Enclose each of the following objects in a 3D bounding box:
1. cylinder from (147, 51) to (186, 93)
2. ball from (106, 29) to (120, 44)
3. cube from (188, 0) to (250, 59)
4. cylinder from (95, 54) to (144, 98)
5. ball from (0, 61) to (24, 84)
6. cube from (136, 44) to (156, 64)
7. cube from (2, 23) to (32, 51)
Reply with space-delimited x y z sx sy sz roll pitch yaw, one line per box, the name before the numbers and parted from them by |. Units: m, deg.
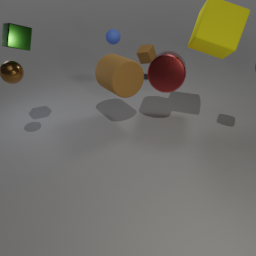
cylinder | 1.524 -2.205 10.862 1.400 1.400 1.400 6 21 9
ball | -0.710 -4.357 13.387 0.700 0.700 0.700 0 33 0
cube | 3.050 -3.376 9.628 1.400 1.400 1.400 19 3 1
cylinder | -0.339 -2.010 10.687 1.400 1.400 1.400 -19 32 -27
ball | -3.572 -1.712 8.605 0.700 0.700 0.700 0 33 0
cube | 0.966 -3.828 14.510 0.700 0.700 0.700 3 49 32
cube | -3.487 -2.849 8.773 0.700 0.700 0.700 0 16 -38
